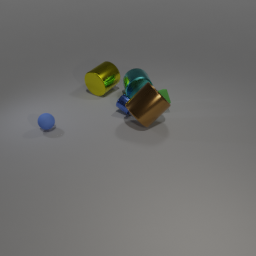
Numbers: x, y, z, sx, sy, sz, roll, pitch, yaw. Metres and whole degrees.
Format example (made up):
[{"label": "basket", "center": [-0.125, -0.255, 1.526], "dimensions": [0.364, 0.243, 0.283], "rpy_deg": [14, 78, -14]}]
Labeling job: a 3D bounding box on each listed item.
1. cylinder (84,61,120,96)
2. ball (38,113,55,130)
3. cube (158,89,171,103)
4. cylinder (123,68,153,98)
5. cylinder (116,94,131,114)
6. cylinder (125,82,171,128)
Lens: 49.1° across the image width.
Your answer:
[{"label": "cylinder", "center": [-1.353, -2.631, 14.911], "dimensions": [1.400, 1.400, 1.400], "rpy_deg": [20, 45, 29]}, {"label": "ball", "center": [-3.422, -0.279, 11.732], "dimensions": [0.700, 0.700, 0.700], "rpy_deg": [0, 31, 0]}, {"label": "cube", "center": [1.563, -1.434, 13.457], "dimensions": [0.700, 0.700, 0.700], "rpy_deg": [-20, 10, -2]}, {"label": "cylinder", "center": [0.503, -2.168, 14.326], "dimensions": [1.400, 1.400, 1.400], "rpy_deg": [-4, 31, -6]}, {"label": "cylinder", "center": [-0.087, -1.101, 13.072], "dimensions": [0.700, 0.700, 0.700], "rpy_deg": [36, 42, 14]}, {"label": "cylinder", "center": [0.838, -0.977, 11.847], "dimensions": [1.400, 1.400, 1.400], "rpy_deg": [-44, 34, 10]}]
